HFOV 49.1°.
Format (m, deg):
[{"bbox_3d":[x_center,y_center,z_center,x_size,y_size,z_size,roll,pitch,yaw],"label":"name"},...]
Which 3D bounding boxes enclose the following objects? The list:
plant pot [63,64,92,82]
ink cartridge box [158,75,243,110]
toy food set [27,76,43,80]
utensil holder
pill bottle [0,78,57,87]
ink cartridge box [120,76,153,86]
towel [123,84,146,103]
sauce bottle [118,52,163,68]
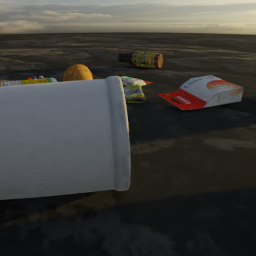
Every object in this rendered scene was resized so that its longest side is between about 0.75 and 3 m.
[{"bbox_3d":[-1.781,-1.689,10.569,1.095,1.095,1.003,-10,40,-23],"label":"plant pot"},{"bbox_3d":[2.476,-1.310,9.880,2.324,0.583,1.885,-8,25,-19],"label":"ink cartridge box"},{"bbox_3d":[-3.298,-1.752,11.118,1.395,0.628,0.666,-9,24,-20],"label":"toy food set"},{"bbox_3d":[-1.245,0.164,4.766,2.337,1.986,1.986,-4,23,-7],"label":"utensil holder"},{"bbox_3d":[-3.017,-0.622,7.546,2.274,1.263,1.263,-10,25,-23],"label":"pill bottle"},{"bbox_3d":[0.316,-2.119,12.457,1.023,0.318,1.271,21,32,40],"label":"ink cartridge box"},{"bbox_3d":[-0.143,-1.318,10.589,1.489,0.236,2.074,-1,23,-1],"label":"towel"},{"bbox_3d":[0.671,-3.982,16.265,2.663,0.879,0.879,9,24,26],"label":"sauce bottle"}]
